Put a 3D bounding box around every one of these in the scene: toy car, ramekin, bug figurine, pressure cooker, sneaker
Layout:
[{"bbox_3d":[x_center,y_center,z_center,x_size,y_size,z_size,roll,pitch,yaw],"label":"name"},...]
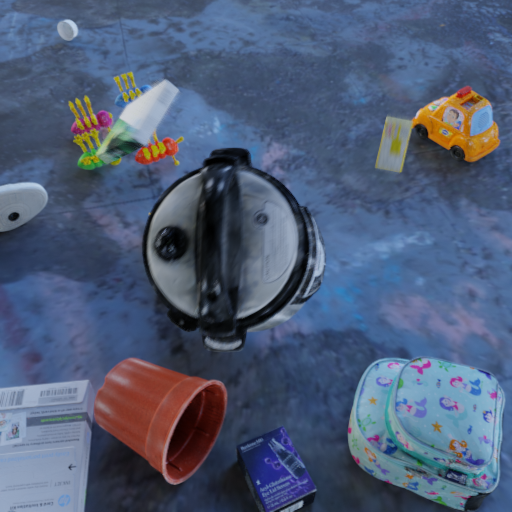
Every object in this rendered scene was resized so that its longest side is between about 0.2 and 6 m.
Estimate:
[{"bbox_3d":[6.012,-3.614,13.483,4.230,1.408,2.075,-16,50,-13],"label":"toy car"},{"bbox_3d":[-5.706,-6.861,16.989,0.566,0.566,0.276,13,41,12],"label":"ramekin"},{"bbox_3d":[-3.169,-3.024,13.355,2.465,0.818,3.179,-19,54,-8],"label":"bug figurine"},{"bbox_3d":[-0.350,-0.020,8.657,2.591,2.901,2.552,-43,76,2],"label":"pressure cooker"},{"bbox_3d":[-5.903,-1.121,11.470,2.835,1.036,1.586,-28,55,-22],"label":"sneaker"}]

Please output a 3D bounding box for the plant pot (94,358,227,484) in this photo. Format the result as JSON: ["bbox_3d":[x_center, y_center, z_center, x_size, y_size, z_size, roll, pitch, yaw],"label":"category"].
[{"bbox_3d":[-1.459,2.287,8.230,1.481,1.522,1.522,17,50,26],"label":"plant pot"}]

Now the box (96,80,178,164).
[{"bbox_3d":[-2.507,-2.728,11.605,2.018,0.367,1.456,-6,53,56],"label":"box"}]

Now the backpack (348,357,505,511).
[{"bbox_3d":[2.405,2.400,8.050,2.096,1.578,1.861,12,48,18],"label":"backpack"}]

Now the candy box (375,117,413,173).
[{"bbox_3d":[2.934,-2.362,11.916,0.555,1.085,0.143,16,17,17],"label":"candy box"}]

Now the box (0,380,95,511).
[{"bbox_3d":[-3.360,2.993,8.155,1.777,0.469,2.280,-5,47,-4],"label":"box"}]

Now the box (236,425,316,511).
[{"bbox_3d":[0.263,3.113,7.987,0.787,0.555,1.063,-20,52,-17],"label":"box"}]
